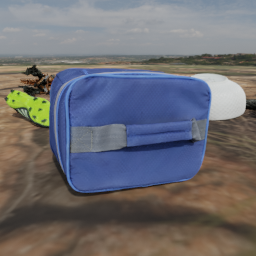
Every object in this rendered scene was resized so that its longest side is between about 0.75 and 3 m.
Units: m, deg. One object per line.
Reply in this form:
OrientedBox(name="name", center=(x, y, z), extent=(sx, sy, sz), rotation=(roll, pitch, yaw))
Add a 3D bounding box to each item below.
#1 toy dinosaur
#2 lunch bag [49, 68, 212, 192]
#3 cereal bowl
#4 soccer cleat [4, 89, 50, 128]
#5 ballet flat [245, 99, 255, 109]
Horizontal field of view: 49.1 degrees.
OrientedBox(name="toy dinosaur", center=(-4.340, -2.163, 14.159), extent=(2.879, 1.470, 1.954), rotation=(-14, -6, 25))
OrientedBox(name="lunch bag", center=(0.102, -0.027, 4.575), extent=(2.632, 1.788, 1.742), rotation=(-4, 17, -22))
OrientedBox(name="cereal bowl", center=(2.757, -1.214, 9.647), extent=(2.560, 1.066, 2.560), rotation=(-1, 25, 0))
OrientedBox(name="soccer cleat", center=(-2.768, -0.522, 8.437), extent=(2.244, 0.758, 0.910), rotation=(25, -16, 30))
OrientedBox(name="ballet flat", center=(4.527, -1.045, 10.421), extent=(2.376, 0.675, 0.790), rotation=(11, 19, 34))
